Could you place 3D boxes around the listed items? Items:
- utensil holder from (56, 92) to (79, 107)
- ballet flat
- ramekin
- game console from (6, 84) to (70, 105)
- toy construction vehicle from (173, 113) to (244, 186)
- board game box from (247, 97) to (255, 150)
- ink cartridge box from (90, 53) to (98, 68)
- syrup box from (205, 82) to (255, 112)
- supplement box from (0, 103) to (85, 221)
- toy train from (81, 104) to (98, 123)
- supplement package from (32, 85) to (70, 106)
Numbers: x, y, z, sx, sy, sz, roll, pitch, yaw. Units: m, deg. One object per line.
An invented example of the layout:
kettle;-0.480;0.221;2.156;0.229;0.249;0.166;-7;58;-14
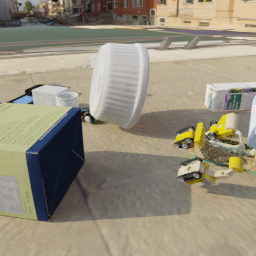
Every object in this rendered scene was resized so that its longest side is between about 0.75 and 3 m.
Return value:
utensil holder;-1.783;-0.618;8.370;0.651;0.766;0.651;-1;24;0
ballet flat;2.471;0.486;5.886;2.377;0.776;0.838;11;26;23
ramekin;-0.328;-1.178;7.519;1.090;2.341;2.341;8;21;-17
game console;-3.258;-1.105;10.032;1.486;0.304;2.519;7;26;16
toy construction vehicle;1.467;0.438;5.201;1.477;0.520;1.286;-31;31;46
board game box;3.978;0.214;5.724;2.830;0.617;2.844;28;31;13
ink cartridge box;-1.075;-3.732;15.388;1.228;0.713;1.702;17;29;33
syrup box;3.619;-1.048;9.327;1.933;0.761;0.787;-4;24;-8
supplement box;-2.063;0.478;5.237;1.952;1.312;1.954;4;24;9
toy train;-0.973;-0.462;8.455;0.586;0.438;1.028;28;38;30
supplement package;-2.480;-0.938;9.142;0.947;0.714;0.719;10;26;21
